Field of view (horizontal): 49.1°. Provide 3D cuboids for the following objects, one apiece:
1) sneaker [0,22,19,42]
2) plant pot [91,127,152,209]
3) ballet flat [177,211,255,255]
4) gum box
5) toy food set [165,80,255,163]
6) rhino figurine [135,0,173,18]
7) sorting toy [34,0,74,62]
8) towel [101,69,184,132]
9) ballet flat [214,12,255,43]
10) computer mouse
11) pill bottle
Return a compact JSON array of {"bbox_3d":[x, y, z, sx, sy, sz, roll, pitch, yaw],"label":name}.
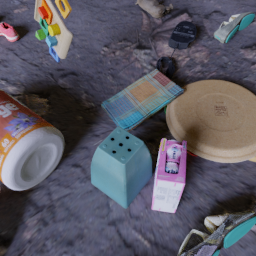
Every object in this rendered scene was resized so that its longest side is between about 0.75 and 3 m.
[{"bbox_3d":[-4.448,-3.586,10.023,1.305,0.566,0.481,26,57,19],"label":"sneaker"},{"bbox_3d":[-0.149,0.784,6.151,1.082,1.532,1.083,31,60,22],"label":"plant pot"},{"bbox_3d":[1.695,2.192,5.614,2.167,0.779,0.779,-32,59,-23],"label":"ballet flat"},{"bbox_3d":[0.851,1.027,5.891,0.544,1.644,0.933,7,54,6],"label":"gum box"},{"bbox_3d":[2.410,-0.261,7.453,2.833,0.689,2.804,-9,53,-6],"label":"toy food set"},{"bbox_3d":[0.872,-4.885,11.017,0.802,0.548,1.834,-32,57,-21],"label":"rhino figurine"},{"bbox_3d":[-1.774,-2.291,6.350,0.300,2.201,1.240,-33,89,-26],"label":"sorting toy"},{"bbox_3d":[0.349,-0.813,7.737,1.989,0.216,1.458,-35,48,-6],"label":"towel"},{"bbox_3d":[3.806,-3.743,10.068,0.637,0.674,2.000,39,63,22],"label":"ballet flat"},{"bbox_3d":[1.610,-2.544,9.398,0.844,0.490,2.881,20,63,15],"label":"computer mouse"},{"bbox_3d":[-3.055,0.034,6.657,2.892,1.622,1.622,32,60,21],"label":"pill bottle"}]
